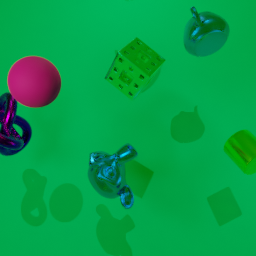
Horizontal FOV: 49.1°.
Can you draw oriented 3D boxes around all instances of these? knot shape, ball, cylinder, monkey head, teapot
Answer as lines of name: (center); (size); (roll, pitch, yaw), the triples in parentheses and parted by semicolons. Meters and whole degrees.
knot shape: (-2.679, 0.022, 6.203); (0.690, 1.397, 1.493); (-10, 109, -3)
ball: (-1.755, -0.865, 5.295); (0.966, 0.966, 0.966); (0, 70, 0)
cylinder: (2.747, 0.552, 6.457); (0.762, 0.762, 0.762); (-24, 46, -9)
monkey head: (-0.294, 0.895, 5.986); (1.137, 0.952, 1.580); (-32, 56, -16)
teapot: (1.868, -2.309, 6.850); (1.107, 1.780, 0.872); (-26, 61, 21)

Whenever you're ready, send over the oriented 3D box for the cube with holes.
cube with holes: (0.145, -1.231, 5.872); (0.785, 0.785, 0.785); (39, 49, 1)
